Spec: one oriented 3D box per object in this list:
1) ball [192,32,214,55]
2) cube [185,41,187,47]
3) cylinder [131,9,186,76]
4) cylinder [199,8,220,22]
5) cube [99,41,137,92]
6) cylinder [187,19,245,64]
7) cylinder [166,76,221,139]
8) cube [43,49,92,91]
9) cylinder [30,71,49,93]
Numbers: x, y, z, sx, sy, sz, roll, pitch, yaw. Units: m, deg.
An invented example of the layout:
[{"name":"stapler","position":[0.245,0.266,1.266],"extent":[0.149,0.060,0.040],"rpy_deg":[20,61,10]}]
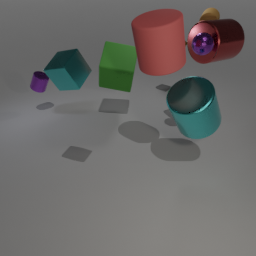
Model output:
[{"name":"ball","position":[2.369,-2.658,8.865],"extent":[0.700,0.700,0.700],"rpy_deg":[0,29,0]},{"name":"cube","position":[2.356,-3.999,13.690],"extent":[0.700,0.700,0.700],"rpy_deg":[44,80,5]},{"name":"cylinder","position":[0.894,-2.424,7.919],"extent":[1.400,1.400,1.400],"rpy_deg":[-9,39,7]},{"name":"cylinder","position":[3.267,-4.361,11.211],"extent":[0.700,0.700,0.700],"rpy_deg":[11,41,20]},{"name":"cube","position":[-0.413,-2.559,11.811],"extent":[1.400,1.400,1.400],"rpy_deg":[10,62,-1]},{"name":"cylinder","position":[3.042,-3.027,9.748],"extent":[1.400,1.400,1.400],"rpy_deg":[-17,33,-32]},{"name":"cylinder","position":[2.013,-0.591,8.472],"extent":[1.400,1.400,1.400],"rpy_deg":[-13,53,19]},{"name":"cube","position":[-1.451,-1.397,6.794],"extent":[0.700,0.700,0.700],"rpy_deg":[2,53,34]},{"name":"cylinder","position":[-3.943,-2.055,12.497],"extent":[0.700,0.700,0.700],"rpy_deg":[20,34,-15]}]
